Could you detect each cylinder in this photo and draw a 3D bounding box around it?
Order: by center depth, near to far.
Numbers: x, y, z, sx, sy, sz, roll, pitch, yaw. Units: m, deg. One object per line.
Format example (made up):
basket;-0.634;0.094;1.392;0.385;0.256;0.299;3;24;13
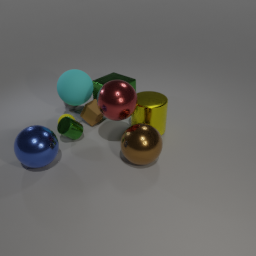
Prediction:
cylinder;-2.140;0.013;10.408;0.700;0.700;0.700;-14;62;28
cylinder;0.820;-0.536;10.970;1.400;1.400;1.400;0;32;0

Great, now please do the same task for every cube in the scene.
cube;-1.416;-0.641;11.550;0.700;0.700;0.700;41;39;9
cube;-0.598;-1.485;12.443;1.400;1.400;1.400;25;40;35

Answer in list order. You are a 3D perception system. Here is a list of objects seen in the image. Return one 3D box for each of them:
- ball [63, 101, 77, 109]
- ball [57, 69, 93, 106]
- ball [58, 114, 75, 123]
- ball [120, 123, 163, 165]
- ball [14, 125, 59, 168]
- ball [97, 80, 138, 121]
ball;-2.549;-1.200;12.609;0.700;0.700;0.700;0;32;0
ball;-2.058;-1.575;10.929;1.400;1.400;1.400;0;32;0
ball;-2.429;-0.211;11.114;0.700;0.700;0.700;0;32;0
ball;0.448;0.531;9.305;1.400;1.400;1.400;0;32;0
ball;-2.976;0.602;9.140;1.400;1.400;1.400;0;32;0
ball;-0.365;-0.944;9.600;1.400;1.400;1.400;0;32;0
